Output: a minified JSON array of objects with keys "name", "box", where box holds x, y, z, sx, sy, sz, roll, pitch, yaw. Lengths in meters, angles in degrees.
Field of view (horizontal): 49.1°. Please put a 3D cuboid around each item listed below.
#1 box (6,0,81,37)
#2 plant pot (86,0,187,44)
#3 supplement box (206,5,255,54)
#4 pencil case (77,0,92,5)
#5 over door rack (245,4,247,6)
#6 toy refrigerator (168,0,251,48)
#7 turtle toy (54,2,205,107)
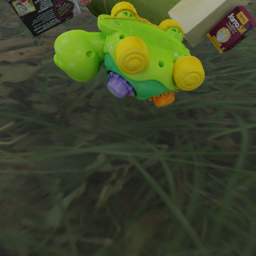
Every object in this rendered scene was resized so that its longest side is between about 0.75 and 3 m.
[{"name":"box","box":[-2.223,-3.678,7.205,1.426,1.238,2.159,-24,57,6]},{"name":"plant pot","box":[0.698,-3.546,7.437,2.773,2.773,2.633,-33,66,-34]},{"name":"supplement box","box":[2.144,-2.007,5.772,0.427,0.828,0.542,-25,77,-47]},{"name":"pencil case","box":[-1.123,-2.900,5.150,1.357,0.562,0.587,46,38,2]},{"name":"over door rack","box":[3.257,-4.745,8.360,0.652,1.446,1.958,-13,48,49]},{"name":"toy refrigerator","box":[1.910,-2.730,5.741,0.740,2.115,0.803,58,18,18]},{"name":"turtle toy","box":[0.023,-1.176,4.760,2.469,1.248,1.799,12,41,-18]}]
